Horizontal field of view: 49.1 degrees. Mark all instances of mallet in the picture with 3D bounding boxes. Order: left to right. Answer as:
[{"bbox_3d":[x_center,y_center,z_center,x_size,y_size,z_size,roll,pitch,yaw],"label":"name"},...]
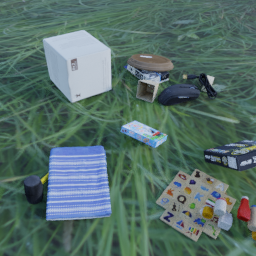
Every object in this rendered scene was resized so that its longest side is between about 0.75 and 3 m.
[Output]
[{"bbox_3d":[-2.284,1.220,8.626,0.492,0.788,2.393,18,44,19],"label":"mallet"}]

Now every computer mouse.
[{"bbox_3d":[2.438,-1.825,12.040,2.484,0.572,1.744,-8,47,1],"label":"computer mouse"}]

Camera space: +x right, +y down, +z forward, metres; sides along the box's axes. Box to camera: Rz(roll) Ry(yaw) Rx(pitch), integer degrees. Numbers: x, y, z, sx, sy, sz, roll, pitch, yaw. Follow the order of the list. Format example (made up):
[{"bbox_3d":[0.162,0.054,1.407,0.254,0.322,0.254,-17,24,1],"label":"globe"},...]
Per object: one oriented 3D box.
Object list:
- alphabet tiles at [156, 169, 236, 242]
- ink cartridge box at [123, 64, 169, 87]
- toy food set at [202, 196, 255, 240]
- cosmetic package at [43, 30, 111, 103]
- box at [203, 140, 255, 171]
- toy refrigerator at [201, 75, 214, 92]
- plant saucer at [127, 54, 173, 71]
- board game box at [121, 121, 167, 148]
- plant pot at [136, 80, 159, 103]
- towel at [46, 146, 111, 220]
[{"bbox_3d":[1.971,2.127,8.117,1.851,0.070,2.225,26,47,27],"label":"alphabet tiles"},{"bbox_3d":[0.843,-2.845,13.625,1.154,0.455,2.320,-24,45,-25],"label":"ink cartridge box"},{"bbox_3d":[2.841,2.220,7.381,1.632,0.779,0.734,20,43,12],"label":"toy food set"},{"bbox_3d":[-2.196,-2.772,12.301,2.026,2.024,2.456,-23,47,-26],"label":"cosmetic package"},{"bbox_3d":[3.462,0.788,8.489,1.590,0.484,1.973,-11,2,-10],"label":"box"},{"bbox_3d":[3.626,-1.987,12.715,0.359,0.331,0.947,20,45,12],"label":"toy refrigerator"},{"bbox_3d":[1.105,-3.246,13.715,2.289,0.337,2.289,4,27,-2],"label":"plant saucer"},{"bbox_3d":[0.576,0.191,9.822,1.360,0.249,1.029,24,22,21],"label":"board game box"},{"bbox_3d":[0.908,-1.665,12.044,0.791,0.792,0.701,21,33,23],"label":"plant pot"},{"bbox_3d":[-1.457,1.513,8.331,1.780,0.293,2.459,0,46,-12],"label":"towel"}]
